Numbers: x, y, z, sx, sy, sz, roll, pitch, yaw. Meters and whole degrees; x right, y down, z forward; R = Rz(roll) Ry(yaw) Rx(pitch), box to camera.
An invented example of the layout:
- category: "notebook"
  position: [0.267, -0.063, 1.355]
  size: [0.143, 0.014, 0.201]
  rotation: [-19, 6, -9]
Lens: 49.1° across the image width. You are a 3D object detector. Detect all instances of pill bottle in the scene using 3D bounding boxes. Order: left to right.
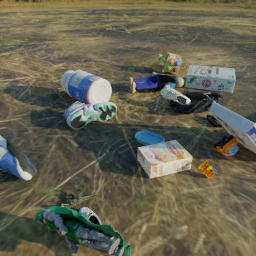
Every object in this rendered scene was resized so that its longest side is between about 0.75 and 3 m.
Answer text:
- category: "pill bottle"
  position: [-1.999, -1.870, 12.811]
  size: [1.342, 1.342, 2.390]
  rotation: [-25, 38, -37]

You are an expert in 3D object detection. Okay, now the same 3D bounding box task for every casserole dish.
- category: "casserole dish"
  position: [0.772, 0.417, 9.933]
  size: [1.122, 0.218, 0.680]
  rotation: [22, 36, 32]

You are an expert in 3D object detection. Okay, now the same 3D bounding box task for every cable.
- category: "cable"
  position: [2.844, -1.226, 12.362]
  size: [2.464, 0.626, 2.011]
  rotation: [-19, 32, -27]

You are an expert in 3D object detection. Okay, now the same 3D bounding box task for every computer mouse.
- category: "computer mouse"
  position: [4.121, -0.098, 10.604]
  size: [0.775, 0.450, 2.645]
  rotation: [-27, 39, -37]

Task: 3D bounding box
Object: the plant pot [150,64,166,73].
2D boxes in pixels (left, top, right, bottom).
- category: "plant pot"
  position: [1.875, -3.541, 16.726]
  size: [1.165, 0.160, 1.165]
  rotation: [11, 30, -6]

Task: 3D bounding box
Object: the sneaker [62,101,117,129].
- category: "sneaker"
  position: [-1.653, -0.783, 11.408]
  size: [2.129, 0.827, 1.489]
  rotation: [-17, 35, -28]

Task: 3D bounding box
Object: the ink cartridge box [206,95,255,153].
- category: "ink cartridge box"
  position: [3.532, 0.017, 9.105]
  size: [0.434, 2.133, 2.137]
  rotation: [-49, 38, 6]

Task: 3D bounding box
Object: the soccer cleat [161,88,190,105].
- category: "soccer cleat"
  position: [2.055, -1.394, 12.252]
  size: [1.436, 0.498, 0.557]
  rotation: [28, 12, 21]

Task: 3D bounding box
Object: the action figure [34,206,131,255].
- category: "action figure"
  position: [-1.162, 2.217, 6.056]
  size: [2.322, 1.372, 0.635]
  rotation: [9, 43, 31]

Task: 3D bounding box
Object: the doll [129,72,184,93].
- category: "doll"
  position: [1.517, -2.353, 14.285]
  size: [2.831, 0.686, 1.931]
  rotation: [-6, 33, -10]

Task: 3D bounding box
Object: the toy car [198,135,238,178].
- category: "toy car"
  position: [2.834, 0.973, 8.915]
  size: [1.939, 0.951, 0.645]
  rotation: [-38, 89, -24]

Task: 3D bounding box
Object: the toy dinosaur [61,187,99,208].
- category: "toy dinosaur"
  position: [-1.338, 1.845, 7.424]
  size: [1.028, 0.244, 0.453]
  rotation: [-17, 49, -28]

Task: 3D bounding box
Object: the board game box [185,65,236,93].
- category: "board game box"
  position: [4.316, -2.630, 14.718]
  size: [2.380, 0.765, 1.756]
  rotation: [10, 30, 14]

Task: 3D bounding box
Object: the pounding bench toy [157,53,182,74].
- category: "pounding bench toy"
  position: [2.373, -3.837, 16.425]
  size: [1.377, 0.855, 1.074]
  rotation: [16, 30, -2]

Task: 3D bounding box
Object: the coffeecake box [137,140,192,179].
- category: "coffeecake box"
  position: [1.112, 0.940, 8.726]
  size: [1.366, 0.499, 1.048]
  rotation: [-10, 31, -17]

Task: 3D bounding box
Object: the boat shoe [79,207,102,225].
- category: "boat shoe"
  position: [-0.893, 2.185, 6.724]
  size: [0.355, 0.324, 0.986]
  rotation: [-15, 33, -25]

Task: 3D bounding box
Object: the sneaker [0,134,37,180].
- category: "sneaker"
  position: [-3.866, 0.917, 8.495]
  size: [2.890, 1.094, 1.113]
  rotation: [25, 62, 34]
